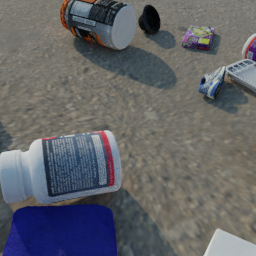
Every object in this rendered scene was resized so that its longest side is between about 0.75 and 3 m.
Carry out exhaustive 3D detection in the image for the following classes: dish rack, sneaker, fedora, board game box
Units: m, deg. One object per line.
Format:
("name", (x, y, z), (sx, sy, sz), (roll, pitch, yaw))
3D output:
("dish rack", (3.864, -1.587, 8.682), (1.261, 0.320, 1.470), (-24, 47, -26))
("sneaker", (2.507, -1.450, 8.371), (0.624, 0.565, 1.466), (17, 44, 24))
("fedora", (0.805, -4.398, 11.490), (0.581, 1.272, 1.272), (-8, 32, 38))
("board game box", (2.784, -3.576, 10.984), (1.042, 0.280, 1.736), (17, 44, 12))

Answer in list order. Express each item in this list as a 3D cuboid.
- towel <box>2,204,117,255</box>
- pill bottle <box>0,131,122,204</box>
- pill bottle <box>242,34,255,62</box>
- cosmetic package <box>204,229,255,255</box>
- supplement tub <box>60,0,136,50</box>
("towel", (-1.029, 2.311, 4.176), (1.789, 0.600, 2.423), (2, 41, -8))
("pill bottle", (-1.206, 0.736, 5.132), (1.980, 1.184, 1.184), (-7, 42, -16))
("pill bottle", (4.659, -2.348, 9.041), (0.959, 0.959, 1.706), (-26, 48, -27))
("cosmetic package", (2.177, 2.501, 3.234), (2.931, 1.490, 1.085), (21, 46, 20))
("supplement tub", (-1.154, -4.005, 10.432), (2.628, 1.610, 1.610), (25, 47, 26))
